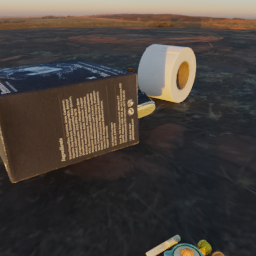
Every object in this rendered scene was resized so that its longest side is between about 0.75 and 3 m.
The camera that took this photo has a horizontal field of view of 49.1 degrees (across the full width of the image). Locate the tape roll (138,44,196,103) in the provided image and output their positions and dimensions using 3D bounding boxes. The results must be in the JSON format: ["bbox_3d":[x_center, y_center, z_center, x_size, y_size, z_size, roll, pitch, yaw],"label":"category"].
[{"bbox_3d":[1.572,-2.183,11.152,1.472,2.144,2.144,17,29,34],"label":"tape roll"}]

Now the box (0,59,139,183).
[{"bbox_3d":[-1.616,-0.460,6.206,2.758,1.619,2.712,-17,26,-30],"label":"box"}]

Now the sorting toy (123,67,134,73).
[{"bbox_3d":[-0.130,-3.035,15.139,1.011,0.415,0.607,-15,28,-29],"label":"sorting toy"}]

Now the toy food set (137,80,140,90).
[{"bbox_3d":[-0.002,-2.202,13.078,1.387,0.584,1.933,-19,30,-36],"label":"toy food set"}]

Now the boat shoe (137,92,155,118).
[{"bbox_3d":[-0.302,-0.569,8.749,2.368,0.883,0.737,-18,69,-19],"label":"boat shoe"}]

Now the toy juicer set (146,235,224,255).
[{"bbox_3d":[0.956,1.900,4.304,1.165,0.317,0.741,16,29,32],"label":"toy juicer set"}]
